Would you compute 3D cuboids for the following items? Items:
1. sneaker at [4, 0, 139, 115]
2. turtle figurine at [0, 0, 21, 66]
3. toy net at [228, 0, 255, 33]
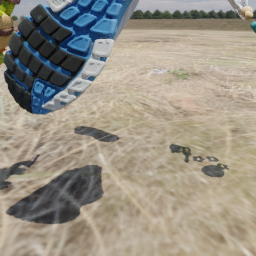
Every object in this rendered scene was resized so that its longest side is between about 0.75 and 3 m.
[{"bbox_3d":[-0.411,-1.355,3.466,1.044,2.786,1.207,35,6,-1],"label":"sneaker"},{"bbox_3d":[-1.746,-1.474,3.936,0.610,1.527,1.894,34,32,15],"label":"turtle figurine"},{"bbox_3d":[2.133,-1.730,4.563,0.811,0.299,1.547,19,40,-49],"label":"toy net"}]
